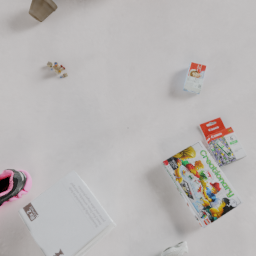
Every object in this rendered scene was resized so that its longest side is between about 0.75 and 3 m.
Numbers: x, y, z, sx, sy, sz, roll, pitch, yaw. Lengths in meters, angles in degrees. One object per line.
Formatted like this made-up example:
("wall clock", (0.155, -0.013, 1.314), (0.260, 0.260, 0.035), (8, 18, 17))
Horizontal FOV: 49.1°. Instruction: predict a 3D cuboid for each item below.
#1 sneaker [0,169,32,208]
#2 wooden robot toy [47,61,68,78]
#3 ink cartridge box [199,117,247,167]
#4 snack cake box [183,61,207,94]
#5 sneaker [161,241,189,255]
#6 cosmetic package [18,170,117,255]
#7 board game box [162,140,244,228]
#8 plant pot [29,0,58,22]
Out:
("sneaker", (-3.813, 1.970, 7.534), (0.969, 1.169, 2.452), (43, 76, 13))
("wooden robot toy", (-2.391, -2.065, 9.487), (0.861, 0.391, 0.380), (39, 74, 13))
("ink cartridge box", (2.872, 0.361, 8.557), (0.804, 0.372, 1.476), (-20, 71, -8))
("snack cake box", (2.235, -1.684, 9.370), (0.570, 0.333, 0.991), (16, 70, 8))
("sneaker", (1.276, 3.340, 7.469), (0.776, 0.302, 0.386), (-20, 74, -7))
("cosmetic package", (-1.383, 2.291, 6.998), (1.565, 1.896, 1.563), (-37, 73, -13))
("board game box", (2.104, 1.577, 8.091), (1.345, 0.369, 2.131), (-28, 72, -11))
("plant pot", (-3.160, -4.345, 10.179), (0.918, 0.918, 0.797), (30, 88, 11))
